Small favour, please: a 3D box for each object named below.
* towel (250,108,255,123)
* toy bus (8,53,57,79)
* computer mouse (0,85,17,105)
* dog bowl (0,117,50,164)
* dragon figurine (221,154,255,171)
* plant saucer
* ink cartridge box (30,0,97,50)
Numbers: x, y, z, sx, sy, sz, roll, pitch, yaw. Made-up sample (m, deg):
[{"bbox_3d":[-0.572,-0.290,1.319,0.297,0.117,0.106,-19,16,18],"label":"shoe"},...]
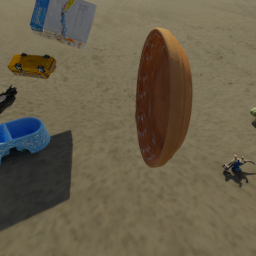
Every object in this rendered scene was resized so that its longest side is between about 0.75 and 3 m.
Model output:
[{"bbox_3d":[5.355,-0.363,8.278,2.065,0.508,2.783,-27,35,-32],"label":"towel"},{"bbox_3d":[-2.759,-1.793,8.163,1.519,0.595,0.495,10,64,21],"label":"toy bus"},{"bbox_3d":[-5.445,-1.154,9.661,2.822,0.619,1.548,12,41,7],"label":"computer mouse"},{"bbox_3d":[-3.214,0.305,7.561,2.137,0.530,1.191,-20,39,-25],"label":"dog bowl"},{"bbox_3d":[2.714,0.904,6.934,0.825,0.410,0.243,9,29,-21],"label":"dragon figurine"},{"bbox_3d":[0.515,-0.449,4.452,0.403,2.151,2.151,1,34,-9],"label":"plant saucer"},{"bbox_3d":[-1.992,-3.354,8.716,1.709,1.236,1.258,15,2,-15],"label":"ink cartridge box"}]
